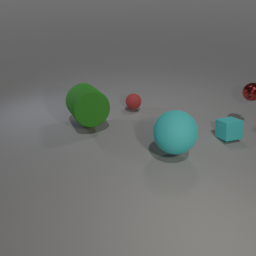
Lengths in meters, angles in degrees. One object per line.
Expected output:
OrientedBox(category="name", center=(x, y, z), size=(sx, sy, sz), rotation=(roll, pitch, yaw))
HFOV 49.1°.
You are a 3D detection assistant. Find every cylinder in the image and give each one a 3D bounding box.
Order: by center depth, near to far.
OrientedBox(category="cylinder", center=(-1.572, -0.905, 10.804), size=(1.400, 1.400, 1.400), rotation=(-12, 25, -21))

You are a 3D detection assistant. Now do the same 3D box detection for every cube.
OrientedBox(category="cube", center=(3.700, 0.029, 10.266), size=(0.700, 0.700, 0.700), rotation=(-9, 16, -16))

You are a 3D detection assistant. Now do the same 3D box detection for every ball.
OrientedBox(category="ball", center=(1.502, 0.132, 8.889), size=(1.400, 1.400, 1.400), rotation=(0, 29, 0))
OrientedBox(category="ball", center=(4.761, -1.384, 10.746), size=(0.700, 0.700, 0.700), rotation=(0, 29, 0))
OrientedBox(category="ball", center=(0.242, -1.180, 12.417), size=(0.700, 0.700, 0.700), rotation=(0, 29, 0))
